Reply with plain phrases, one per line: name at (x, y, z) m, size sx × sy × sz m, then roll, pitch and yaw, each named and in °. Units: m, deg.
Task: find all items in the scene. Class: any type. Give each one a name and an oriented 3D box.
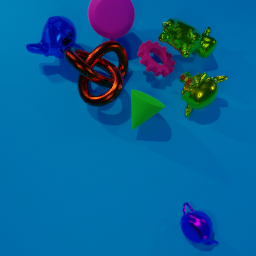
cone at (0.302, -0.334, 6.946) m, size 0.917 × 0.917 × 0.920 m, roll 30°, pitch 107°, yaw 11°
knot shape at (-0.742, -1.382, 7.269) m, size 1.861 × 0.860 × 1.742 m, roll 1°, pitch 71°, yaw -24°
monkey head at (1.807, -1.014, 7.300) m, size 1.444 × 0.870 × 1.039 m, roll -47°, pitch 32°, yaw 17°
teapot at (-0.460, -3.232, 7.751) m, size 1.271 × 2.044 × 1.001 m, roll -2°, pitch 29°, yaw -4°
cow figurine at (1.627, -2.451, 7.588) m, size 1.575 × 0.865 × 1.550 m, roll 32°, pitch 33°, yaw 0°
teapot at (1.598, 2.210, 6.287) m, size 0.585 × 0.742 × 1.194 m, roll -28°, pitch 81°, yaw -41°
monkey head at (-2.068, -2.496, 7.636) m, size 1.329 × 1.847 × 1.113 m, roll 3°, pitch 100°, yaw -8°
gear at (0.799, -1.931, 7.801) m, size 1.112 × 0.206 × 1.112 m, roll 15°, pitch 56°, yaw -24°
